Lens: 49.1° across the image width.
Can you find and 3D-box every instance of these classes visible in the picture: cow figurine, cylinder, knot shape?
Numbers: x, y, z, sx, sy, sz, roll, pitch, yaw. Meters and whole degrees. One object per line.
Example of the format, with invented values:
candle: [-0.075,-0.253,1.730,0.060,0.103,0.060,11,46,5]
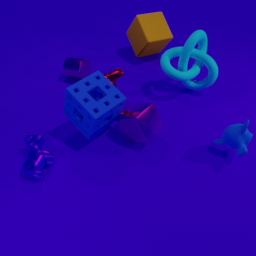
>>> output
cow figurine: [-2.411,0.690,7.148,1.073,0.598,1.090,26,55,8]
cylinder: [-1.811,-2.130,9.981,0.727,0.727,0.727,10,44,23]
knot shape: [1.908,-2.095,9.011,1.770,1.891,0.874,-12,14,-13]

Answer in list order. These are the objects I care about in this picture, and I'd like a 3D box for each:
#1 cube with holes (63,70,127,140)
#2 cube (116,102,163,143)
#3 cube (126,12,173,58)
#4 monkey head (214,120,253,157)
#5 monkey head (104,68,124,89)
cube with holes: [-0.930,-0.605,7.572,1.111,1.111,1.111,45,57,12]
cube: [0.327,-0.148,7.753,0.817,0.817,0.817,1,34,46]
cube: [0.825,-3.660,11.027,1.176,1.176,1.176,-19,82,-25]
monkey head: [2.799,0.298,7.241,0.665,1.104,0.794,39,39,-12]
monkey head: [-0.587,-1.203,8.796,1.278,1.071,1.777,-31,36,-3]
